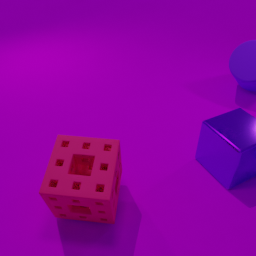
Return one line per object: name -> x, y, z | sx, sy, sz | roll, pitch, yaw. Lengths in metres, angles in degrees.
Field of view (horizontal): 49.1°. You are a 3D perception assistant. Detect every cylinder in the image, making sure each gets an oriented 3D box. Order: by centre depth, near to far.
cylinder -> 4.095, -1.984, 9.110 | 1.339, 1.339, 1.339 | 27, 8, 30

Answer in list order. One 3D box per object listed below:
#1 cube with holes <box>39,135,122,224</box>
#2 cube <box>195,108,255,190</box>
cube with holes -> -0.824, 1.029, 5.548 | 1.232, 1.232, 1.232 | 5, 54, 5
cube -> 2.494, 0.451, 6.587 | 1.208, 1.208, 1.208 | -18, 42, -22
